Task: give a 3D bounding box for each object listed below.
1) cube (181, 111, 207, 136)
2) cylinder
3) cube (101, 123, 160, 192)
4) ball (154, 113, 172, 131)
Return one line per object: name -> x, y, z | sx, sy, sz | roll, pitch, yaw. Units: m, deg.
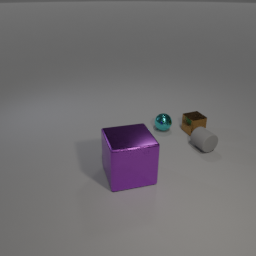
cube -> 2.615, -0.185, 11.121 | 0.700, 0.700, 0.700 | -11, 30, -20
cylinder -> 2.694, 0.403, 9.924 | 0.700, 0.700, 0.700 | -13, 31, -23
cube -> 0.026, 0.835, 8.412 | 1.400, 1.400, 1.400 | -7, 28, -14
ball -> 1.409, -0.243, 11.194 | 0.700, 0.700, 0.700 | 0, 28, 0
